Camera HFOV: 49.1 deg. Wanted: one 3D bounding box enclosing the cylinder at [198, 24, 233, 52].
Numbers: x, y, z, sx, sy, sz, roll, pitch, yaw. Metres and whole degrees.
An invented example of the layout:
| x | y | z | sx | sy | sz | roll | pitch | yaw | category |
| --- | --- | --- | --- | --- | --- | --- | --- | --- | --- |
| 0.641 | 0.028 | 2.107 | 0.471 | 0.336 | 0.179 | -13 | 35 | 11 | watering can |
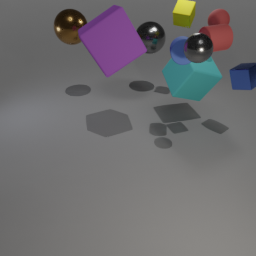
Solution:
| x | y | z | sx | sy | sz | roll | pitch | yaw | category |
| --- | --- | --- | --- | --- | --- | --- | --- | --- | --- |
| 2.393 | -2.467 | 7.718 | 0.700 | 0.700 | 0.700 | -13 | 33 | -16 | cylinder |

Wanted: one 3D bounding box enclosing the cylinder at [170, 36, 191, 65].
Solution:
| x | y | z | sx | sy | sz | roll | pitch | yaw | category |
| --- | --- | --- | --- | --- | --- | --- | --- | --- | --- |
| 1.547 | -2.199 | 7.931 | 0.700 | 0.700 | 0.700 | 3 | 25 | 5 | cylinder |

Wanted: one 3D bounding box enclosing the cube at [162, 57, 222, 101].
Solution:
| x | y | z | sx | sy | sz | roll | pitch | yaw | category |
| --- | --- | --- | --- | --- | --- | --- | --- | --- | --- |
| 2.383 | -2.052 | 10.625 | 1.400 | 1.400 | 1.400 | 5 | 52 | -29 | cube |

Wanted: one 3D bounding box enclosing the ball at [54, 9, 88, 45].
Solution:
| x | y | z | sx | sy | sz | roll | pitch | yaw | category |
| --- | --- | --- | --- | --- | --- | --- | --- | --- | --- |
| -2.333 | -4.138 | 11.497 | 1.400 | 1.400 | 1.400 | 0 | 31 | 0 | ball |

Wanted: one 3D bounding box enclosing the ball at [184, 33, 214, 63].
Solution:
| x | y | z | sx | sy | sz | roll | pitch | yaw | category |
| --- | --- | --- | --- | --- | --- | --- | --- | --- | --- |
| 1.690 | -1.913 | 6.725 | 0.700 | 0.700 | 0.700 | 0 | 31 | 0 | ball |

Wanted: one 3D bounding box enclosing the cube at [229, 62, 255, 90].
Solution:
| x | y | z | sx | sy | sz | roll | pitch | yaw | category |
| --- | --- | --- | --- | --- | --- | --- | --- | --- | --- |
| 3.853 | -1.688 | 9.147 | 0.700 | 0.700 | 0.700 | -29 | 24 | -29 | cube |

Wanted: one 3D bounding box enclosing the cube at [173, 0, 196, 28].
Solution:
| x | y | z | sx | sy | sz | roll | pitch | yaw | category |
| --- | --- | --- | --- | --- | --- | --- | --- | --- | --- |
| 2.205 | -4.479 | 10.987 | 0.700 | 0.700 | 0.700 | 18 | 74 | 18 | cube |

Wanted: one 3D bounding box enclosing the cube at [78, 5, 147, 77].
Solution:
| x | y | z | sx | sy | sz | roll | pitch | yaw | category |
| --- | --- | --- | --- | --- | --- | --- | --- | --- | --- |
| -0.500 | -2.595 | 8.283 | 1.400 | 1.400 | 1.400 | -33 | 27 | 5 | cube |

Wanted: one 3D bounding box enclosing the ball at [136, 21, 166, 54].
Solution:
| x | y | z | sx | sy | sz | roll | pitch | yaw | category |
| --- | --- | --- | --- | --- | --- | --- | --- | --- | --- |
| 0.994 | -4.059 | 12.616 | 1.400 | 1.400 | 1.400 | 0 | 31 | 0 | ball |

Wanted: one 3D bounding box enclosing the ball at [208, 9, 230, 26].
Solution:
| x | y | z | sx | sy | sz | roll | pitch | yaw | category |
| --- | --- | --- | --- | --- | --- | --- | --- | --- | --- |
| 2.974 | -3.532 | 9.187 | 0.700 | 0.700 | 0.700 | 0 | 31 | 0 | ball |
